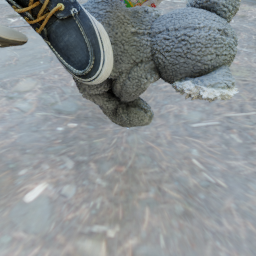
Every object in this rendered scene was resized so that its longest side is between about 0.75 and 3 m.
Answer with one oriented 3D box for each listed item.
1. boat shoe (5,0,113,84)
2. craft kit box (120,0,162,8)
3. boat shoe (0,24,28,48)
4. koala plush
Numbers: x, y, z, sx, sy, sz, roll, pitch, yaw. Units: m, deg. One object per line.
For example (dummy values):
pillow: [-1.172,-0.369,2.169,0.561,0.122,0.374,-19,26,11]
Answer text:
boat shoe: [-1.072,-1.491,3.493,2.204,0.780,1.000,58,25,9]
craft kit box: [0.143,-4.373,8.886,1.831,1.854,0.450,43,54,-11]
boat shoe: [-1.893,-1.246,3.833,0.981,0.280,0.328,1,47,-37]
koala plush: [0.535,-1.196,4.472,2.452,2.254,2.175,4,76,31]
